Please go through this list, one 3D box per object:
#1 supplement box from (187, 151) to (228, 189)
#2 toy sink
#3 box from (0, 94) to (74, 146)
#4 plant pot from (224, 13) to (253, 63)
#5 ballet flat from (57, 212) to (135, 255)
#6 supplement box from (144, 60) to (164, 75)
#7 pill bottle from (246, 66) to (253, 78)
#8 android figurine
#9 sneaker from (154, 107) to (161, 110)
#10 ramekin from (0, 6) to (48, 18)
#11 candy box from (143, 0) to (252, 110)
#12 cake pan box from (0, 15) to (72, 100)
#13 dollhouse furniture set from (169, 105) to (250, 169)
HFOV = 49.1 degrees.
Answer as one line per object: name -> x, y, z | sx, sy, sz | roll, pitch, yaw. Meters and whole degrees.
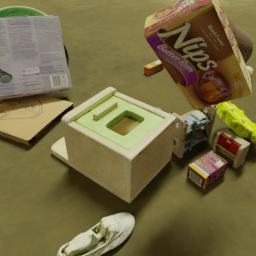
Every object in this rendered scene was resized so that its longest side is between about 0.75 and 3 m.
supplement box -> 2.029, 1.066, 7.196 | 0.881, 0.454, 0.576 | -25, 45, -27
toy sink -> -0.519, 0.161, 7.368 | 2.934, 1.644, 1.913 | 27, 46, 29
box -> -3.599, -0.535, 9.330 | 2.779, 0.296, 2.272 | 16, 41, 20
plant pot -> 3.769, -3.304, 11.345 | 2.264, 2.596, 2.596 | -2, 36, -29
ballet flat -> -0.592, 2.202, 5.665 | 1.857, 0.645, 0.645 | -26, 46, -29
supplement box -> 1.113, -2.572, 11.856 | 0.976, 0.325, 0.336 | -28, 44, -31
pill bottle -> 4.458, -2.021, 10.943 | 0.595, 0.595, 1.058 | 29, 48, 31
android figurine -> 3.176, -0.257, 8.079 | 1.893, 0.389, 1.724 | 6, 43, -51
sneaker -> 0.966, -0.334, 8.813 | 1.517, 0.622, 0.567 | 17, 42, 20
ramekin -> -4.103, -3.165, 10.947 | 2.875, 1.404, 2.875 | 5, 65, -11
candy box -> 1.292, -1.252, 4.935 | 1.177, 2.017, 0.569 | -15, 47, 32
cake pan box -> -3.419, -2.401, 9.514 | 2.805, 2.584, 0.734 | -13, 6, -20
dollhouse furniture set -> 2.122, 0.257, 7.555 | 1.275, 1.268, 1.810 | -25, 45, -28
